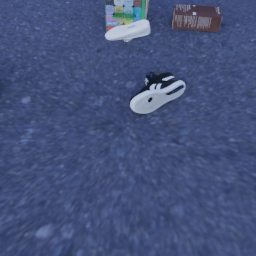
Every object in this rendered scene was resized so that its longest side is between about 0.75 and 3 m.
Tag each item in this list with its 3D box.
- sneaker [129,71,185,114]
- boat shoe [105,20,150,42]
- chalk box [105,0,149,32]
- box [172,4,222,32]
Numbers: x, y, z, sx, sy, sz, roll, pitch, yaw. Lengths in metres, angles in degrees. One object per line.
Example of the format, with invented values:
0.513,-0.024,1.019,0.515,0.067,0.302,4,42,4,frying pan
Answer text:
0.601,-1.061,7.854,1.863,0.681,1.042,-22,47,-30,sneaker
0.007,-2.125,6.310,1.020,0.350,0.367,-18,50,6,boat shoe
-0.033,-4.460,10.390,1.479,1.468,2.369,7,49,5,chalk box
2.617,-4.211,10.707,1.779,0.667,0.891,7,47,4,box
